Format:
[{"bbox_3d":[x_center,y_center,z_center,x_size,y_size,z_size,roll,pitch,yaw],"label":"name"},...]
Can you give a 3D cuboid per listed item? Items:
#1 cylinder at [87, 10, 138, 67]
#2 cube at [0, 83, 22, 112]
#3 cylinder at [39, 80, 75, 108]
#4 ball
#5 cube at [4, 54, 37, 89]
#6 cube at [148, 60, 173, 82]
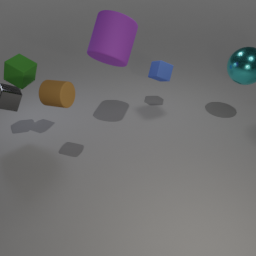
[{"bbox_3d":[-0.515,-2.936,9.340,1.400,1.400,1.400,16,0,0],"label":"cylinder"},{"bbox_3d":[-4.265,-1.088,9.984,0.700,0.700,0.700,10,25,-36],"label":"cube"},{"bbox_3d":[-1.881,-0.913,7.466,0.700,0.700,0.700,8,33,21],"label":"cylinder"},{"bbox_3d":[4.437,-2.315,10.477,1.400,1.400,1.400,0,32,0],"label":"ball"},{"bbox_3d":[-3.400,-1.789,8.854,0.700,0.700,0.700,29,42,3],"label":"cube"},{"bbox_3d":[1.390,-2.414,11.932,0.700,0.700,0.700,13,1,-30],"label":"cube"}]
